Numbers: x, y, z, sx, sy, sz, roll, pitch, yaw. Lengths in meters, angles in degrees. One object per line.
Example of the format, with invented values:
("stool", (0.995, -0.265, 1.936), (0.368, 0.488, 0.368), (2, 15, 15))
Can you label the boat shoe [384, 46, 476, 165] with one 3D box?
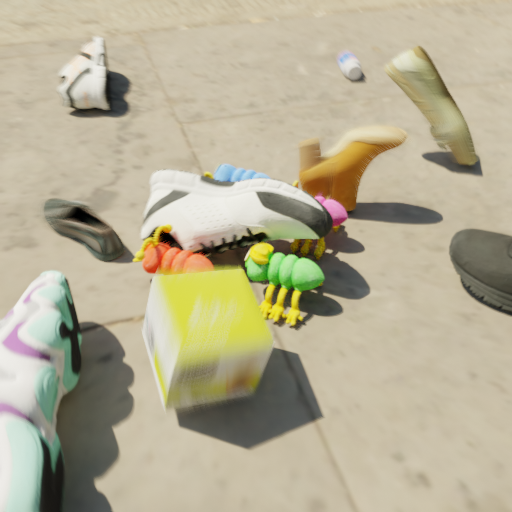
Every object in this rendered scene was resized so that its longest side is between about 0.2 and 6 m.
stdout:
("boat shoe", (3.398, -2.738, 10.711), (0.782, 2.485, 0.907), (-27, 22, 29))

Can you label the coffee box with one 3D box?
("coffee box", (-0.605, 0.952, 6.531), (1.127, 1.117, 1.129), (-5, 49, -23))

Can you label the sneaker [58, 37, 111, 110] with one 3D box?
("sneaker", (-4.145, -4.443, 13.488), (1.174, 1.082, 2.935), (-8, 40, -7))

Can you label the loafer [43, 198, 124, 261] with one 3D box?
("loafer", (-2.855, -0.604, 9.158), (1.890, 0.594, 0.679), (30, 51, 30))

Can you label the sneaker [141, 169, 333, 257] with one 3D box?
("sneaker", (-0.369, -0.464, 8.458), (3.166, 1.167, 1.266), (8, 70, 29))

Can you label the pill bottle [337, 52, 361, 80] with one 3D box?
("pill bottle", (2.432, -4.903, 14.481), (0.495, 0.495, 0.883), (-5, 40, -6))

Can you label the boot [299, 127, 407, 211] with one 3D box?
("boot", (1.648, -1.412, 9.490), (1.840, 1.317, 0.647), (-6, 28, 14))

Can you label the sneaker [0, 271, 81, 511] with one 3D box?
("sneaker", (-3.266, 1.479, 6.078), (2.385, 1.325, 3.409), (-4, 39, -6))

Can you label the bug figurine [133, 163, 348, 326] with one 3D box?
("bug figurine", (-0.085, -0.411, 8.685), (2.783, 0.923, 3.589), (14, 41, 16))

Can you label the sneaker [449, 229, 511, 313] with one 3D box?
("sneaker", (4.388, 0.151, 7.522), (3.450, 1.566, 1.310), (20, 46, 24))
